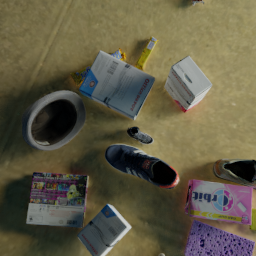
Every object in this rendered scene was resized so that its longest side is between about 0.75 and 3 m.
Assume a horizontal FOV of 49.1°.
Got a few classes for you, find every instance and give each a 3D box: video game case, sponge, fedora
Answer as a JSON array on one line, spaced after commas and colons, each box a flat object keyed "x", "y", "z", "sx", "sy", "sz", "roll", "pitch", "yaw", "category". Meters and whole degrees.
[{"x": -2.501, "y": 2.557, "z": 10.061, "sx": 2.014, "sy": 0.361, "sz": 1.826, "roll": 3, "pitch": 77, "yaw": 1, "category": "video game case"}, {"x": 3.172, "y": 4.163, "z": 9.706, "sx": 2.227, "sy": 0.332, "sz": 1.242, "roll": 19, "pitch": 78, "yaw": 5, "category": "sponge"}, {"x": -2.839, "y": -0.362, "z": 10.174, "sx": 1.106, "sy": 2.167, "sz": 2.450, "roll": 27, "pitch": 58, "yaw": 39, "category": "fedora"}]

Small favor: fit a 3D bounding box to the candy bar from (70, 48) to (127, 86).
[{"x": -1.159, "y": -2.493, "z": 11.291, "sx": 2.386, "sy": 0.264, "sz": 0.595, "roll": -29, "pitch": 80, "yaw": -6, "category": "candy bar"}]

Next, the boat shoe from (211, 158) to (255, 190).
[{"x": 4.473, "y": 1.657, "z": 9.970, "sx": 2.763, "sy": 0.945, "sz": 1.033, "roll": 6, "pitch": 77, "yaw": 1, "category": "boat shoe"}]

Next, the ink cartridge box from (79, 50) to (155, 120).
[{"x": -0.384, "y": -1.557, "z": 10.557, "sx": 2.326, "sy": 0.999, "sz": 1.703, "roll": 27, "pitch": 85, "yaw": 2, "category": "ink cartridge box"}]

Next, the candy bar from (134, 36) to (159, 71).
[{"x": 0.760, "y": -3.061, "z": 11.460, "sx": 0.407, "sy": 0.181, "sz": 1.632, "roll": 26, "pitch": 78, "yaw": 5, "category": "candy bar"}]

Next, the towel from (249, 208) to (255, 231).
[{"x": 5.245, "y": 3.361, "z": 10.005, "sx": 1.781, "sy": 0.161, "sz": 0.766, "roll": 7, "pitch": 72, "yaw": 2, "category": "towel"}]

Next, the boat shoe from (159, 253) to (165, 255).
[{"x": 1.037, "y": 4.741, "z": 9.598, "sx": 0.310, "sy": 0.283, "sz": 0.862, "roll": 32, "pitch": 79, "yaw": 7, "category": "boat shoe"}]

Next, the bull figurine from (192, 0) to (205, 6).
[{"x": 3.100, "y": -5.543, "z": 11.991, "sx": 0.514, "sy": 0.276, "sz": 0.847, "roll": 33, "pitch": 80, "yaw": 5, "category": "bull figurine"}]

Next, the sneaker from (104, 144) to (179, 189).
[{"x": 0.500, "y": 1.274, "z": 9.926, "sx": 2.872, "sy": 1.214, "sz": 1.077, "roll": 21, "pitch": 78, "yaw": 5, "category": "sneaker"}]

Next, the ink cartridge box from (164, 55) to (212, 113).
[{"x": 2.125, "y": -1.532, "z": 10.220, "sx": 0.799, "sy": 1.896, "sz": 1.372, "roll": -34, "pitch": 79, "yaw": -7, "category": "ink cartridge box"}]

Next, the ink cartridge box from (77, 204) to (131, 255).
[{"x": -0.805, "y": 3.521, "z": 9.534, "sx": 1.485, "sy": 0.626, "sz": 1.074, "roll": -45, "pitch": 66, "yaw": -4, "category": "ink cartridge box"}]

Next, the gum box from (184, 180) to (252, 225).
[{"x": 3.124, "y": 2.582, "z": 9.864, "sx": 2.212, "sy": 0.731, "sz": 1.255, "roll": 8, "pitch": 77, "yaw": 2, "category": "gum box"}]

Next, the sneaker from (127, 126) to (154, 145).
[{"x": 0.451, "y": 0.276, "z": 10.459, "sx": 1.090, "sy": 0.620, "sz": 0.411, "roll": 24, "pitch": 78, "yaw": 5, "category": "sneaker"}]
